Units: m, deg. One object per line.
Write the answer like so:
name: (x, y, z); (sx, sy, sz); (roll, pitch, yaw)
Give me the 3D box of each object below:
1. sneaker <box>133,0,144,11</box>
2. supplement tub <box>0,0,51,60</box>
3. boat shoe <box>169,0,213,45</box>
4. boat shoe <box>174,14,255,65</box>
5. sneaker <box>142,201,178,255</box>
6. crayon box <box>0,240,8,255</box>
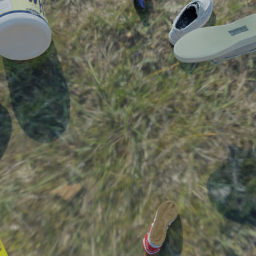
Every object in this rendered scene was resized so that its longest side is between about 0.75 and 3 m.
sneaker: (0.505, -4.886, 10.073); (0.602, 0.579, 1.536); (0, 70, -6)
supplement tub: (-3.564, -3.640, 8.864); (1.805, 1.805, 2.489); (-18, 69, -7)
boat shoe: (2.177, -3.852, 9.489); (0.865, 0.823, 2.402); (40, 73, 15)
boat shoe: (2.487, -2.092, 7.262); (2.681, 0.955, 0.935); (-18, 61, -2)
sneaker: (0.805, 2.550, 7.140); (0.510, 0.805, 1.432); (28, 41, 13)
crayon box: (-3.578, 3.190, 6.914); (1.144, 0.291, 0.726); (-31, 71, -11)
